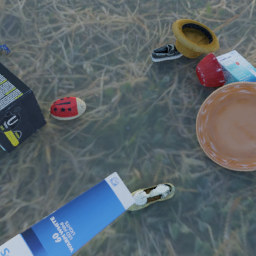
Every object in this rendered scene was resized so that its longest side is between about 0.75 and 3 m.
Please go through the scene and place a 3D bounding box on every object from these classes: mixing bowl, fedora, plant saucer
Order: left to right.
[{"bbox_3d":[2.441,-3.264,10.605,2.054,0.838,2.054,12,52,-16],"label":"fedora"},{"bbox_3d":[2.842,-1.943,9.922,0.682,1.258,1.258,-24,63,6],"label":"mixing bowl"},{"bbox_3d":[3.443,-0.043,8.499,2.662,0.498,2.662,1,94,22],"label":"plant saucer"}]

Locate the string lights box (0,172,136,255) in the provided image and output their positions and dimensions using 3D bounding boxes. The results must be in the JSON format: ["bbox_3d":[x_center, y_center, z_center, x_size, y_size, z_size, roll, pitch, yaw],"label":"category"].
[{"bbox_3d":[-1.127,1.816,4.880,2.488,1.278,0.734,-26,77,-47],"label":"string lights box"}]

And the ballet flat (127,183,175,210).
[{"bbox_3d":[0.615,1.940,8.082,1.568,0.554,0.554,-15,62,-8],"label":"ballet flat"}]

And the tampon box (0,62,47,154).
[{"bbox_3d":[-4.181,-0.872,8.788,2.593,1.943,1.637,39,67,19],"label":"tampon box"}]

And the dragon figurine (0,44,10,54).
[{"bbox_3d":[-5.277,-3.284,10.988,1.521,0.448,0.756,41,69,19],"label":"dragon figurine"}]

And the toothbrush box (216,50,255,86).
[{"bbox_3d":[3.860,-1.960,10.049,1.110,0.647,1.516,-23,62,-25],"label":"toothbrush box"}]

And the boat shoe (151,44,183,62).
[{"bbox_3d":[1.596,-2.949,10.782,1.449,0.461,0.512,-19,63,-13],"label":"boat shoe"}]

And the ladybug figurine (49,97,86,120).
[{"bbox_3d":[-2.083,-0.711,9.568,1.261,0.454,0.856,-12,62,-7],"label":"ladybug figurine"}]
